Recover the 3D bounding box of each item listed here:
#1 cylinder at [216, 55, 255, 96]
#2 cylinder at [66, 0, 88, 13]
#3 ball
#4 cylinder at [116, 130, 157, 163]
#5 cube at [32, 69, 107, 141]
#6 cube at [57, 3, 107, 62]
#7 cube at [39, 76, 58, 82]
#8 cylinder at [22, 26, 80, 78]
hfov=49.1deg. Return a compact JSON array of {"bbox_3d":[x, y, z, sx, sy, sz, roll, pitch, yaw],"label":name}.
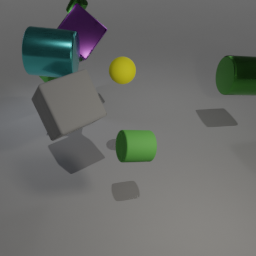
[{"bbox_3d":[4.141,-1.890,10.162,1.400,1.400,1.400,0,32,-10],"label":"cylinder"},{"bbox_3d":[-2.134,-5.083,11.717,0.700,0.700,0.700,24,43,-24],"label":"cylinder"},{"bbox_3d":[-0.147,-1.488,7.250,0.700,0.700,0.700,0,32,0],"label":"ball"},{"bbox_3d":[0.167,0.394,6.126,0.700,0.700,0.700,1,30,-23],"label":"cylinder"},{"bbox_3d":[-1.690,-0.611,7.902,1.400,1.400,1.400,-26,3,-28],"label":"cube"},{"bbox_3d":[-1.846,-3.474,10.451,1.400,1.400,1.400,36,-3,-20],"label":"cube"},{"bbox_3d":[-3.196,-2.881,12.236,1.400,1.400,1.400,-28,58,-30],"label":"cube"},{"bbox_3d":[-2.237,-2.230,8.342,1.400,1.400,1.400,5,32,-2],"label":"cylinder"}]
